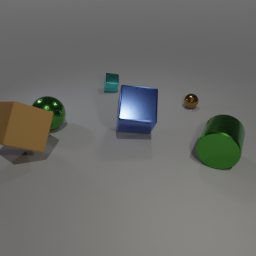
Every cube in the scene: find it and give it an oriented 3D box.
[{"bbox_3d":[0.325,-0.675,10.786,1.400,1.400,1.400,5,71,-4],"label":"cube"},{"bbox_3d":[-3.592,-0.047,9.431,1.400,1.400,1.400,18,-8,-43],"label":"cube"},{"bbox_3d":[-0.887,-2.424,14.949,0.700,0.700,0.700,5,58,-13],"label":"cube"}]

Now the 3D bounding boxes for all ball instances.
[{"bbox_3d":[2.989,-1.277,13.254,0.700,0.700,0.700,0,29,0],"label":"ball"},{"bbox_3d":[-3.245,-0.592,11.371,1.400,1.400,1.400,0,29,0],"label":"ball"}]

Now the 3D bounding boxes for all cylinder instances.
[{"bbox_3d":[3.158,0.443,9.495,1.400,1.400,1.400,13,32,21],"label":"cylinder"}]
